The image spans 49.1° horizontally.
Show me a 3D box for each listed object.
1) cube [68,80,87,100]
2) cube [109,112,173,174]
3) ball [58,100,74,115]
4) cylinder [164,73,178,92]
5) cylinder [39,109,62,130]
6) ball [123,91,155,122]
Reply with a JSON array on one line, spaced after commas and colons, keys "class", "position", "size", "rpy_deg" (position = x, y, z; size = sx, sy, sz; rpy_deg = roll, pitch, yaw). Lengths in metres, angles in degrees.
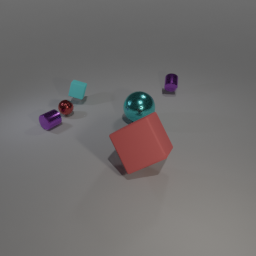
[{"class": "cube", "position": [-2.467, -1.894, 13.788], "size": [0.700, 0.700, 0.700], "rpy_deg": [15, 20, -6]}, {"class": "cube", "position": [0.474, 0.451, 9.182], "size": [1.400, 1.400, 1.400], "rpy_deg": [-26, 1, 20]}, {"class": "ball", "position": [-2.846, -0.949, 12.832], "size": [0.700, 0.700, 0.700], "rpy_deg": [0, 31, 0]}, {"class": "cylinder", "position": [2.292, -2.401, 14.818], "size": [0.700, 0.700, 0.700], "rpy_deg": [5, 61, 8]}, {"class": "cylinder", "position": [-3.332, -0.360, 12.017], "size": [0.700, 0.700, 0.700], "rpy_deg": [22, 37, 32]}, {"class": "ball", "position": [0.492, -0.901, 12.224], "size": [1.400, 1.400, 1.400], "rpy_deg": [0, 31, 0]}]
